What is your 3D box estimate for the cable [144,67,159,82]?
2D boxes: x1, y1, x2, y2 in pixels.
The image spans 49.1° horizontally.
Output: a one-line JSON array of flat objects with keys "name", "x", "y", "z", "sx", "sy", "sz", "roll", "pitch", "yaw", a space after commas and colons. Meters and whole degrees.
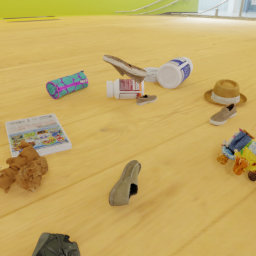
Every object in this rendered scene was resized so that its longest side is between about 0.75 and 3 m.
[{"name": "cable", "x": 1.573, "y": -3.243, "z": 16.936, "sx": 1.604, "sy": 0.555, "sz": 1.604, "roll": -3, "pitch": 27, "yaw": -7}]

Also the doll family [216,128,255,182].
[{"name": "doll family", "x": 3.509, "y": 0.768, "z": 8.815, "sx": 0.959, "sy": 1.321, "sz": 2.128, "roll": 34, "pitch": 10, "yaw": -31}]

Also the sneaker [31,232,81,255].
[{"name": "sneaker", "x": -1.510, "y": 2.784, "z": 5.694, "sx": 0.915, "sy": 0.611, "sz": 1.597, "roll": -5, "pitch": 23, "yaw": 5}]

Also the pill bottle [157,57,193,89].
[{"name": "pill bottle", "x": 2.768, "y": -3.240, "z": 16.007, "sx": 1.419, "sy": 1.419, "sz": 2.452, "roll": 16, "pitch": 31, "yaw": 26}]

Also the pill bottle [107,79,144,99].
[{"name": "pill bottle", "x": -0.146, "y": -1.959, "z": 14.073, "sx": 1.830, "sy": 1.002, "sz": 1.002, "roll": 0, "pitch": 28, "yaw": -2}]

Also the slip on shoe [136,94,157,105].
[{"name": "slip on shoe", "x": 0.943, "y": -1.473, "z": 13.810, "sx": 1.295, "sy": 0.392, "sz": 0.493, "roll": -19, "pitch": 34, "yaw": -31}]

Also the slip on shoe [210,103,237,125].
[{"name": "slip on shoe", "x": 4.136, "y": -0.616, "z": 12.081, "sx": 1.734, "sy": 0.525, "sz": 0.659, "roll": -21, "pitch": 35, "yaw": -33}]

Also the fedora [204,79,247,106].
[{"name": "fedora", "x": 4.903, "y": -1.859, "z": 13.985, "sx": 2.247, "sy": 0.916, "sz": 2.247, "roll": 0, "pitch": 28, "yaw": 0}]

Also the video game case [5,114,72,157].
[{"name": "video game case", "x": -3.519, "y": 0.255, "z": 10.765, "sx": 2.014, "sy": 0.253, "sz": 2.813, "roll": -12, "pitch": 31, "yaw": -22}]

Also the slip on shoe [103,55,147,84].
[{"name": "slip on shoe", "x": -0.153, "y": -2.036, "z": 9.703, "sx": 1.614, "sy": 0.489, "sz": 0.614, "roll": 19, "pitch": 25, "yaw": -14}]

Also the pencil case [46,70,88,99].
[{"name": "pencil case", "x": -3.127, "y": -2.281, "z": 14.703, "sx": 1.055, "sy": 0.971, "sz": 2.282, "roll": 5, "pitch": 26, "yaw": 40}]

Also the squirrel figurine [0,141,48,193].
[{"name": "squirrel figurine", "x": -3.118, "y": 1.275, "z": 8.151, "sx": 1.459, "sy": 1.033, "sz": 1.362, "roll": 18, "pitch": 40, "yaw": 35}]

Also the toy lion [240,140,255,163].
[{"name": "toy lion", "x": 4.469, "y": 0.940, "z": 9.248, "sx": 1.625, "sy": 0.558, "sz": 1.558, "roll": 9, "pitch": 40, "yaw": 21}]

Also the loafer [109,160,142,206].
[{"name": "loafer", "x": 0.053, "y": 1.588, "z": 7.948, "sx": 0.589, "sy": 0.664, "sz": 1.746, "roll": 14, "pitch": 40, "yaw": 19}]
